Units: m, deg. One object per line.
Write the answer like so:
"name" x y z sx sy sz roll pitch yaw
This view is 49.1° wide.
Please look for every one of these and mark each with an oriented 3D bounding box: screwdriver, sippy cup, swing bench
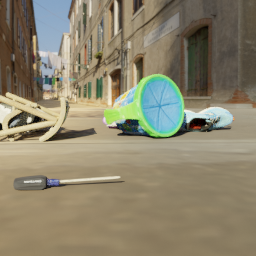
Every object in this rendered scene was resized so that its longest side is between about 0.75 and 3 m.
"screwdriver" -0.702 0.636 3.278 1.230 0.172 0.179 0 36 -4
"sippy cup" 0.471 -0.541 8.524 2.363 1.856 1.732 30 -24 -31
"swing bench" -2.716 -0.318 8.007 1.987 1.289 1.977 4 4 -9

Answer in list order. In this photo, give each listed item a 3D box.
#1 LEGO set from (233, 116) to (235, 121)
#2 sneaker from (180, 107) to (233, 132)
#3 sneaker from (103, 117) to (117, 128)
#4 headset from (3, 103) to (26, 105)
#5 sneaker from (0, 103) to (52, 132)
"LEGO set" 3.084 -0.125 11.252 2.150 0.528 1.606 -12 6 -4
"sneaker" 2.745 -0.157 9.794 2.182 0.855 0.981 -7 23 -14
"sneaker" -0.413 -0.250 10.308 1.267 0.806 2.223 -4 -4 12
"headset" -5.547 -0.546 13.501 1.767 1.344 2.861 4 -9 16
"sneaker" -4.019 -0.366 10.215 2.986 0.992 1.351 6 4 21
